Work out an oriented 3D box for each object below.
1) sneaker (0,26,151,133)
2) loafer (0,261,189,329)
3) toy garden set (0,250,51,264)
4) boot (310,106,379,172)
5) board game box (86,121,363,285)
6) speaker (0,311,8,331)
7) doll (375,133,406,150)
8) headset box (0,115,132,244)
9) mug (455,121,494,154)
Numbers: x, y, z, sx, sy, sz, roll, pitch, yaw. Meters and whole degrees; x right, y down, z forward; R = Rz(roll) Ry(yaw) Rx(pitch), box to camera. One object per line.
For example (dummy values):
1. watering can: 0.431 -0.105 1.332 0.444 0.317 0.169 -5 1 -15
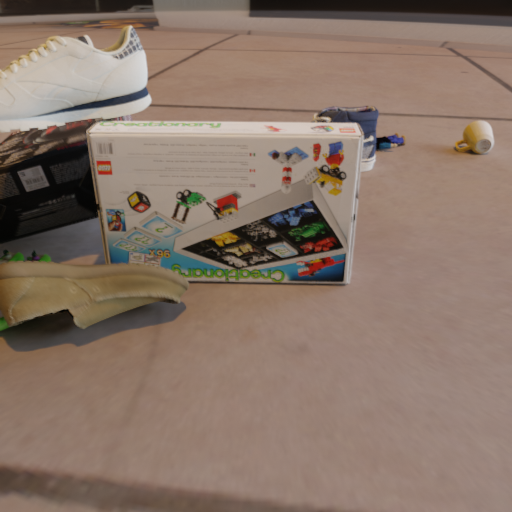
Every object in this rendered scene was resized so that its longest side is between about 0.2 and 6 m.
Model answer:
1. sneaker: -2.700 -2.261 7.209 2.630 1.059 1.005 -18 35 -22
2. loafer: -1.998 0.509 6.907 2.329 0.786 0.886 2 -8 -17
3. toy garden set: -3.978 0.231 7.938 1.597 0.319 1.331 3 30 7
4. boot: 1.145 -2.436 11.774 2.930 1.323 1.066 -8 30 -14
5. board game box: -0.395 -0.690 7.676 3.482 2.198 0.603 1 29 2
6. speaker: -3.099 0.652 7.030 1.119 0.495 0.495 -25 37 -38
7. doll: 3.062 -2.701 13.357 1.145 0.277 0.781 -18 35 -29
8. headset box: -3.294 -1.589 9.683 2.321 1.171 3.123 -15 28 2
9. mug: 5.186 -2.663 13.118 0.655 0.818 0.672 29 35 -15
